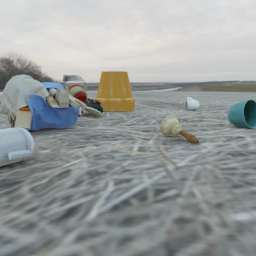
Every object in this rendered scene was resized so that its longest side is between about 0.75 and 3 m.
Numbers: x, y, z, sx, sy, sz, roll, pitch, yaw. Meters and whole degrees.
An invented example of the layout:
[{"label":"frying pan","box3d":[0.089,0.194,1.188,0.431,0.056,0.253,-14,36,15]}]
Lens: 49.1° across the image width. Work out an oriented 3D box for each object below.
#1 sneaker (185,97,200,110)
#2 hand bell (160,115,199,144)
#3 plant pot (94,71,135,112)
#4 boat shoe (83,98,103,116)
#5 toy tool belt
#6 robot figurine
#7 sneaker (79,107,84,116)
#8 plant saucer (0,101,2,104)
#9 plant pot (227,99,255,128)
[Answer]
[{"label":"sneaker","box3d":[3.452,-1.247,14.999,0.704,0.618,1.756,7,17,8]},{"label":"hand bell","box3d":[1.355,0.131,6.927,0.587,0.587,1.127,-5,23,-28]},{"label":"plant pot","box3d":[-0.689,-1.941,14.571,2.163,1.981,2.163,1,9,0]},{"label":"boat shoe","box3d":[-1.516,-0.960,12.179,0.750,0.642,2.050,35,-5,-22]},{"label":"toy tool belt","box3d":[-2.206,-0.582,8.440,2.796,1.746,1.718,-9,41,-38]},{"label":"robot figurine","box3d":[-2.103,0.321,4.850,0.917,0.611,1.082,27,22,28]},{"label":"sneaker","box3d":[-2.149,-0.700,12.103,0.401,0.373,0.928,-10,5,-6]},{"label":"plant saucer","box3d":[-7.465,-0.994,13.137,2.461,0.590,2.465,-6,11,-35]},{"label":"plant pot","box3d":[3.622,-0.420,8.896,0.890,0.890,0.714,-6,0,-33]}]
